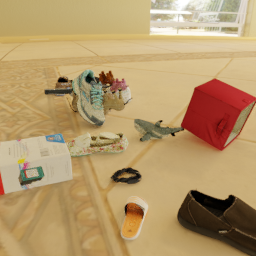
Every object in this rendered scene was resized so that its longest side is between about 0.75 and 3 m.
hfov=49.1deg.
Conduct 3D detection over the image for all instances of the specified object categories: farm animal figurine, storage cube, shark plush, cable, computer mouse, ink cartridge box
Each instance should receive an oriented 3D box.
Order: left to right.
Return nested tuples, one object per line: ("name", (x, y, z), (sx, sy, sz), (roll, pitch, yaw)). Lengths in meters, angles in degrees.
("ink cartridge box", (-2.786, 0.918, 7.306), (2.390, 0.804, 1.388), (-9, 25, -20))
("computer mouse", (-1.691, -2.377, 15.378), (2.389, 0.550, 1.677), (11, 23, 2))
("farm animal figurine", (-1.230, -1.265, 11.918), (2.625, 1.384, 2.654), (-14, 32, -2))
("cable", (-0.062, 1.230, 7.354), (0.816, 0.207, 0.666), (-4, 23, -7))
("shark plush", (1.032, 0.050, 9.461), (1.672, 0.696, 0.760), (6, 24, 14))
("storage cube", (2.943, -0.505, 9.136), (1.611, 1.532, 1.792), (34, 39, 28))

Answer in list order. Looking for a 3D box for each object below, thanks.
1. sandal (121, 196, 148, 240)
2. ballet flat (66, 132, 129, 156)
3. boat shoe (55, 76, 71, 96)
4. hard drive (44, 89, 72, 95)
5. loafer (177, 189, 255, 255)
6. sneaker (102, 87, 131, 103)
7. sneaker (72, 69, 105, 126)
("sandal", (0.151, 1.766, 5.897), (0.499, 0.373, 1.301), (4, 24, 8))
("ballet flat", (-0.993, 0.408, 8.577), (2.042, 0.653, 0.772), (-5, 43, -10))
("boat shoe", (-3.379, -2.360, 14.973), (0.749, 0.750, 2.074), (0, 23, 0))
("hard drive", (-2.464, -1.284, 9.911), (0.937, 0.154, 0.654), (-3, 3, -15))
("loafer", (2.076, 1.759, 5.347), (2.288, 0.816, 0.835), (9, 25, 20))
("sneaker", (-0.864, -1.614, 13.207), (2.030, 0.813, 0.714), (-3, 25, -3))
("sneaker", (-1.403, -1.216, 10.668), (0.947, 1.054, 2.441), (3, 53, -48))
